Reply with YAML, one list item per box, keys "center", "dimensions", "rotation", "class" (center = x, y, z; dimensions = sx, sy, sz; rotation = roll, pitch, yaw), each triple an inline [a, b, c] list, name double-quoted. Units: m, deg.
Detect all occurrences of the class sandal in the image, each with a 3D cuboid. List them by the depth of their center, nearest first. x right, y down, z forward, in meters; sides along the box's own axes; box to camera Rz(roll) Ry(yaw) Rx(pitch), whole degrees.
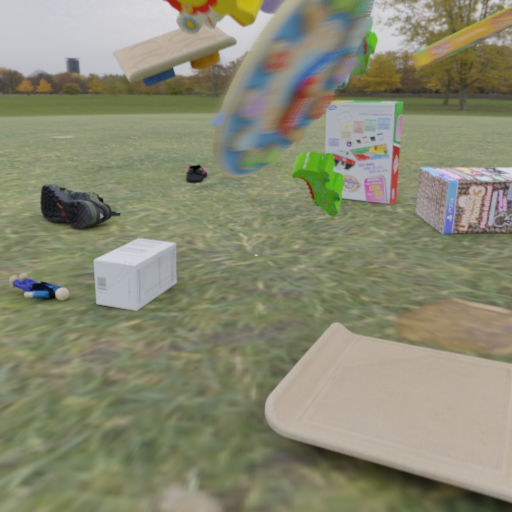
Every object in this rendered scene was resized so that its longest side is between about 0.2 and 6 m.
- center: [-1.694, -2.365, 15.849]
  dimensions: [0.596, 0.357, 1.586]
  rotation: [-1, 17, -3]
  class: "sandal"

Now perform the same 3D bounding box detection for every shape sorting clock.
- center: [0.430, -1.733, 5.533]
  dimensions: [0.462, 2.358, 2.358]
  rotation: [38, 27, 9]
  class: "shape sorting clock"

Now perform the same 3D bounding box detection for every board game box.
- center: [2.866, -2.868, 7.158]
  dimensions: [1.736, 0.260, 0.830]
  rotation: [-25, 7, 20]
  class: "board game box"
- center: [4.330, -1.099, 10.754]
  dimensions: [2.032, 0.984, 1.620]
  rotation: [0, 17, -1]
  class: "board game box"
- center: [2.386, -2.368, 12.736]
  dimensions: [1.699, 2.221, 0.448]
  rotation: [12, 22, 31]
  class: "board game box"

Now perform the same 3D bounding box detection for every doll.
- center: [-2.769, 0.431, 7.203]
  dimensions: [0.835, 0.202, 0.570]
  rotation: [14, 12, 20]
  class: "doll"

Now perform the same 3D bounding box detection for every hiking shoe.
- center: [-3.531, -0.953, 11.068]
  dimensions: [1.882, 0.713, 0.947]
  rotation: [24, 19, 37]
  class: "hiking shoe"

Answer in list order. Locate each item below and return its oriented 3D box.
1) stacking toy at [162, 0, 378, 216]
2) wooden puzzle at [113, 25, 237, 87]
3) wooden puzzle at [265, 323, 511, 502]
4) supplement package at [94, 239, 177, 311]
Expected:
- center: [0.448, -2.805, 6.794]
  dimensions: [0.926, 3.943, 2.973]
  rotation: [1, 59, 29]
  class: "stacking toy"
- center: [-1.051, -2.556, 7.136]
  dimensions: [1.369, 0.342, 1.478]
  rotation: [-23, 35, -9]
  class: "wooden puzzle"
- center: [1.290, 1.217, 4.560]
  dimensions: [1.975, 0.368, 1.827]
  rotation: [13, 21, 23]
  class: "wooden puzzle"
- center: [-1.524, 0.212, 7.224]
  dimensions: [0.586, 0.609, 1.070]
  rotation: [8, 18, 18]
  class: "supplement package"
